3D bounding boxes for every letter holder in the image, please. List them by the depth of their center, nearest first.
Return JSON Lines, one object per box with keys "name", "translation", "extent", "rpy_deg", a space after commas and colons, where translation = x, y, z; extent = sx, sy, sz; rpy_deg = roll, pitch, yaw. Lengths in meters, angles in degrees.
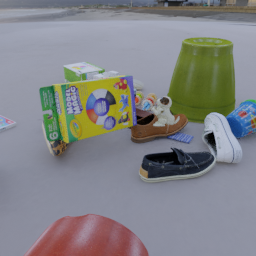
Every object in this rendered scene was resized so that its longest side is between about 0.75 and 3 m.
{"name": "letter holder", "translation": [0.398, -0.280, 10.248], "extent": [1.046, 0.526, 0.744], "rpy_deg": [22, 36, 38]}

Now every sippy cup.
{"name": "sippy cup", "translation": [3.975, -0.243, 9.596], "extent": [1.129, 1.540, 1.209], "rpy_deg": [-26, 63, -23]}

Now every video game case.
{"name": "video game case", "translation": [-5.125, -0.017, 10.130], "extent": [1.207, 0.147, 1.689], "rpy_deg": [19, 32, 33]}

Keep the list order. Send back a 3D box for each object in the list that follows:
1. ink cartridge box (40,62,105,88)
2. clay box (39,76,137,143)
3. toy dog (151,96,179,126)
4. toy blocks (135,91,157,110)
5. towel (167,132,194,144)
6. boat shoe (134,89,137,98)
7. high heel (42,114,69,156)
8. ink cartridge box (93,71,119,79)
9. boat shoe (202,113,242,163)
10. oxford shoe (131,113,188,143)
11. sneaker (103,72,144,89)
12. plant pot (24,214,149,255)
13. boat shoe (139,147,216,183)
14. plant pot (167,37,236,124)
{"name": "ink cartridge box", "translation": [-2.794, -2.473, 14.080], "extent": [2.744, 1.039, 2.028], "rpy_deg": [-17, 31, -32]}
{"name": "clay box", "translation": [-1.037, -0.581, 8.049], "extent": [2.753, 1.582, 0.655], "rpy_deg": [-16, 17, -36]}
{"name": "toy dog", "translation": [1.081, -0.505, 8.307], "extent": [0.829, 0.855, 0.596], "rpy_deg": [1, 11, 23]}
{"name": "toy blocks", "translation": [0.580, -1.107, 11.957], "extent": [1.100, 0.479, 1.320], "rpy_deg": [9, 28, 16]}
{"name": "towel", "translation": [1.789, 0.319, 9.552], "extent": [0.783, 0.093, 0.567], "rpy_deg": [15, 29, 24]}
{"name": "boat shoe", "translation": [-0.229, -1.216, 10.465], "extent": [0.510, 0.655, 1.442], "rpy_deg": [-9, 21, -34]}
{"name": "high heel", "translation": [-1.617, -0.101, 9.008], "extent": [2.054, 1.029, 2.881], "rpy_deg": [-15, 27, -8]}
{"name": "ink cartridge box", "translation": [-1.054, -2.217, 13.719], "extent": [1.240, 0.906, 0.523], "rpy_deg": [-24, 35, -38]}
{"name": "boat shoe", "translation": [2.753, 0.199, 8.849], "extent": [0.805, 0.887, 2.411], "rpy_deg": [-1, 27, -4]}
{"name": "oxford shoe", "translation": [1.133, -0.174, 9.567], "extent": [2.251, 0.802, 0.803], "rpy_deg": [-17, 30, -24]}
{"name": "sneaker", "translation": [-0.265, -2.001, 13.608], "extent": [2.345, 0.993, 0.854], "rpy_deg": [7, 3, -37]}
{"name": "plant pot", "translation": [-0.698, 2.391, 3.114], "extent": [2.420, 2.420, 2.354], "rpy_deg": [4, 18, 9]}
{"name": "boat shoe", "translation": [1.389, 0.912, 7.618], "extent": [2.248, 0.700, 0.838], "rpy_deg": [-7, 25, -14]}
{"name": "plant pot", "translation": [3.019, -2.080, 11.266], "extent": [2.940, 2.831, 2.940], "rpy_deg": [0, 26, 0]}
